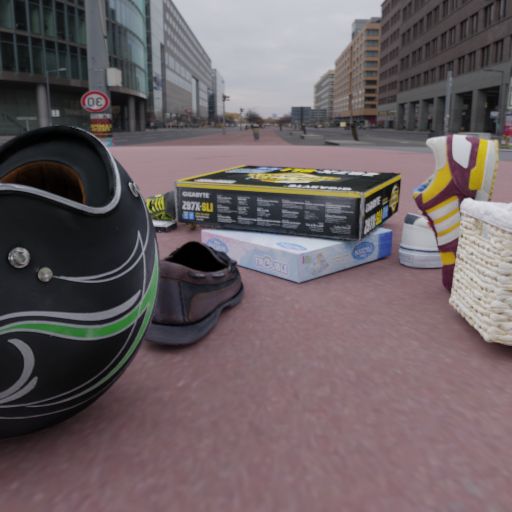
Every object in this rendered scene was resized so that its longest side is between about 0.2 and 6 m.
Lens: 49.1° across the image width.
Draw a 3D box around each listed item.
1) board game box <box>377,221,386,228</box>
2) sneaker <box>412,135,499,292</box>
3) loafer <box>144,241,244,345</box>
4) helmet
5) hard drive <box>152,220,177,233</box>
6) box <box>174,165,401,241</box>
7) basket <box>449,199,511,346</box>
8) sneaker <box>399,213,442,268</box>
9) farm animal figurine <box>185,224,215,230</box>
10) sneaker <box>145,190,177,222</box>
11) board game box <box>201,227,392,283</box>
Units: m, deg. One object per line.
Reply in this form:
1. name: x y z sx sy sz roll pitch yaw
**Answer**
1. board game box: 2.010 -1.381 13.454 2.322 0.545 1.753 26 17 15
2. sneaker: 2.836 -0.613 8.293 1.076 2.388 0.895 12 27 20
3. loafer: -0.786 0.236 7.759 1.138 0.997 3.166 5 14 6
4. helmet: -2.041 0.186 4.779 2.581 2.581 2.460 8 13 29
5. hard drive: -2.433 -0.703 13.269 0.962 0.182 0.672 4 15 13
6. box: 0.744 -1.190 11.299 3.756 0.927 2.999 7 15 25
7. basket: 3.482 0.181 6.664 1.852 1.490 1.836 6 11 3
8. sneaker: 4.041 -0.409 10.289 2.968 1.051 1.084 -5 15 -19
9. farm animal figurine: -1.327 -0.987 13.435 1.449 0.756 1.433 -20 11 -40
10. sneaker: -2.249 -1.126 13.379 0.808 0.711 1.910 1 -8 -20
11. board game box: 0.755 -0.249 10.646 2.579 0.562 2.592 -12 19 -40
